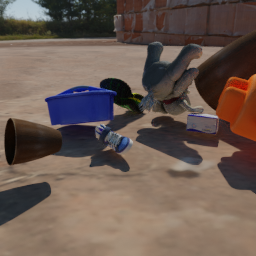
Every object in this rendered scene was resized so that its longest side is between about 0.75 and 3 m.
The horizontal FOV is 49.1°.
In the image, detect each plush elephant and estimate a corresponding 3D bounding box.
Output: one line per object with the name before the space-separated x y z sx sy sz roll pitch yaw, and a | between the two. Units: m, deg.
plush elephant | 1.463 -1.265 8.978 2.056 2.497 1.933 13 -15 44

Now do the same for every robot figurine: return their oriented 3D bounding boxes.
robot figurine | 3.536 -0.302 6.670 2.683 1.564 1.929 21 4 11

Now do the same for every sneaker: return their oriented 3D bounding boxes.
sneaker | -0.284 -1.074 9.787 0.904 0.828 2.121 11 -13 41
sneaker | -0.430 0.239 6.739 0.805 0.443 1.099 35 -10 -22

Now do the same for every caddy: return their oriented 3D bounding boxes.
caddy | -1.379 -0.705 8.343 2.141 1.124 1.514 -6 1 7

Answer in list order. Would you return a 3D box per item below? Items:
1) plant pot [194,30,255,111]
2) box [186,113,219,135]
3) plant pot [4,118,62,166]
plant pot | 3.871 -1.994 9.175 2.352 2.517 2.352 13 57 -20
box | 2.218 -0.150 8.246 0.837 0.478 0.910 8 10 20
plant pot | -1.858 0.263 5.602 0.972 0.909 0.909 1 16 -35
